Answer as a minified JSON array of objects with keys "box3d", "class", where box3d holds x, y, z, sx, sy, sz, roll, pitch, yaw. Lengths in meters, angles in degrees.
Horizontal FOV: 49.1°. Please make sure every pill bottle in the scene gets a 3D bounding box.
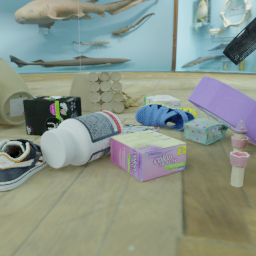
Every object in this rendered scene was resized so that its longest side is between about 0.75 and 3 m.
[{"box3d":[-1.157,0.288,7.273,1.210,1.210,2.024,11,18,35],"class":"pill bottle"}]

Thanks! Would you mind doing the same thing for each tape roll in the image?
[{"box3d":[3.127,-0.496,8.425,2.616,0.858,2.616,32,8,-5],"class":"tape roll"}]

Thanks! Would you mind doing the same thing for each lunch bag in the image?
[{"box3d":[2.552,0.057,9.168,1.155,0.704,0.984,-18,21,-34],"class":"lunch bag"}]

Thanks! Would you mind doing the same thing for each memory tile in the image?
[{"box3d":[-1.049,-1.695,13.353,1.664,2.171,0.182,-4,-15,-6],"class":"memory tile"}]

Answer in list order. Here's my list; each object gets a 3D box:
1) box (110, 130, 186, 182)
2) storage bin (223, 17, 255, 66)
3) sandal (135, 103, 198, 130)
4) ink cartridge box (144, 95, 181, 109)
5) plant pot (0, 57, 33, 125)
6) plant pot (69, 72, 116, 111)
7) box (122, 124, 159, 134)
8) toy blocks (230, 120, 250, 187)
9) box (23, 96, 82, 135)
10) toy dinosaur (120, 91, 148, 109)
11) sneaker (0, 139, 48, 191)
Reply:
[{"box3d":[0.466,0.624,6.983,1.292,0.710,1.469,-9,17,-31],"class":"box"},{"box3d":[3.152,-2.308,7.382,0.780,0.541,1.153,-49,1,-37],"class":"storage bin"},{"box3d":[1.408,-0.397,10.556,2.369,0.941,1.031,2,19,14],"class":"sandal"},{"box3d":[1.593,-1.081,13.326,1.292,0.744,1.770,-3,15,-11],"class":"ink cartridge box"},{"box3d":[-5.141,-1.301,11.231,2.959,2.771,2.771,28,29,34],"class":"plant pot"},{"box3d":[-1.860,-1.981,14.624,2.075,1.839,2.077,3,14,11],"class":"plant pot"},{"box3d":[-0.149,0.231,9.015,2.100,0.419,1.438,5,16,17],"class":"box"},{"box3d":[3.276,0.382,6.229,1.859,1.565,1.737,5,15,20],"class":"toy blocks"},{"box3d":[-2.618,-0.443,9.895,1.717,1.275,1.067,3,15,13],"class":"box"},{"box3d":[0.086,-1.488,15.454,1.286,0.740,2.542,23,30,20],"class":"toy dinosaur"},{"box3d":[-2.477,0.635,6.697,0.861,0.871,2.194,0,13,5],"class":"sneaker"}]
